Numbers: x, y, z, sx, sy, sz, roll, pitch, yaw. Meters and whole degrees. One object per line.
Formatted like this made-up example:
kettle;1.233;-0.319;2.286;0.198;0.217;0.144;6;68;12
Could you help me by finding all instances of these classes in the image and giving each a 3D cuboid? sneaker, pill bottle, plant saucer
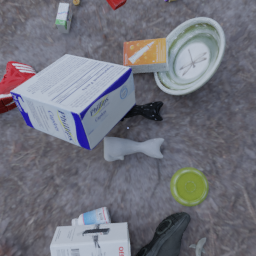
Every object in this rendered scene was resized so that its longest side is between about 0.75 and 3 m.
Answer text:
sneaker;-4.249;-1.439;9.774;2.347;0.920;1.356;-25;72;-17
pill bottle;-1.162;2.984;8.944;1.159;0.630;0.630;-16;80;-3
sneaker;1.229;3.730;8.780;1.104;0.924;2.433;40;89;-3
plant saucer;2.071;1.960;9.360;1.308;0.203;1.308;0;79;-1
plant saucer;2.101;-2.305;9.417;2.726;0.684;2.726;-19;62;41

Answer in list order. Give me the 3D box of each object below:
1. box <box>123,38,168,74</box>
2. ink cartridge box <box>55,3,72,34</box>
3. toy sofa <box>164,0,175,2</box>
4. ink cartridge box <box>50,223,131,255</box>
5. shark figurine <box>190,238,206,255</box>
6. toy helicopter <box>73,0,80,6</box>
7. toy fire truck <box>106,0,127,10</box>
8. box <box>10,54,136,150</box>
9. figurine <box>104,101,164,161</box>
box;0.635;-2.496;9.782;1.488;0.725;0.926;-2;79;13
ink cartridge box;-2.344;-4.015;10.267;0.379;0.629;0.866;7;79;1
toy sofa;1.546;-5.359;10.628;0.501;0.426;1.028;-11;79;-3
ink cartridge box;-1.020;3.802;8.348;2.219;0.929;1.601;-3;107;0
shark figurine;2.310;4.029;8.882;0.568;0.396;0.950;-8;78;0
toy helicopter;-1.946;-5.178;10.601;0.750;0.447;1.134;7;83;3
toy fire truck;0.433;-4.142;7.345;2.173;1.532;0.530;-41;97;-19
box;-1.307;-0.773;7.212;2.284;1.198;2.101;18;48;29
figurine;0.215;0.065;9.429;2.063;0.910;2.114;0;80;-4
